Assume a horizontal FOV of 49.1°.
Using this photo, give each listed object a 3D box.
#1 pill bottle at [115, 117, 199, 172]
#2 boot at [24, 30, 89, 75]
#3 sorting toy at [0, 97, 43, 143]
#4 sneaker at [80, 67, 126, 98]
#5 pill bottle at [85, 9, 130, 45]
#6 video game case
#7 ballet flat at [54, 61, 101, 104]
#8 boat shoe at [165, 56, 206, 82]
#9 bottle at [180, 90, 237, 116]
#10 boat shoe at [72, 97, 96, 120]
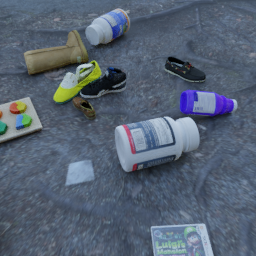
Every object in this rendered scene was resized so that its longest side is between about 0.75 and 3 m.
[{"bbox_3d":[0.954,0.449,9.286,2.532,1.514,1.514,-11,45,-13],"label":"pill bottle"},{"bbox_3d":[-3.772,-3.951,14.270,2.991,0.989,2.620,-16,47,-15],"label":"boot"},{"bbox_3d":[-4.652,-0.370,10.933,2.084,0.411,2.251,-20,47,-20],"label":"sorting toy"},{"bbox_3d":[-1.088,-2.053,12.101,2.088,1.168,0.763,-15,51,-15],"label":"sneaker"},{"bbox_3d":[-1.144,-5.588,15.668,1.403,1.403,2.505,28,52,26],"label":"pill bottle"},{"bbox_3d":[1.435,3.226,7.351,1.535,0.179,1.395,-2,44,-2],"label":"video game case"},{"bbox_3d":[-2.269,-2.161,12.416,0.935,0.938,2.797,26,50,28],"label":"ballet flat"},{"bbox_3d":[2.712,-2.782,13.295,2.124,0.666,0.777,28,50,24],"label":"boat shoe"},{"bbox_3d":[3.200,-0.951,11.083,2.270,0.948,0.741,2,-1,-16],"label":"bottle"},{"bbox_3d":[-1.784,-0.945,11.457,0.543,0.513,1.508,-31,52,-28],"label":"boat shoe"}]
